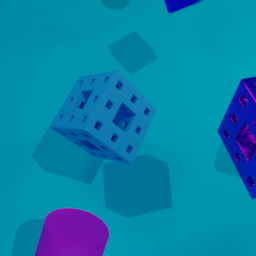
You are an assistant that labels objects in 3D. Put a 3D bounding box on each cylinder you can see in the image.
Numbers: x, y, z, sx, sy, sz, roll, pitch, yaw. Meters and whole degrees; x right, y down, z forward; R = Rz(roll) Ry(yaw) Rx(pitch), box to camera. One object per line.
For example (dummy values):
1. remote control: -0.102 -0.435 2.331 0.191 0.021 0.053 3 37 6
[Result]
1. cylinder: -0.900 1.925 4.316 1.003 1.003 1.003 18 99 5

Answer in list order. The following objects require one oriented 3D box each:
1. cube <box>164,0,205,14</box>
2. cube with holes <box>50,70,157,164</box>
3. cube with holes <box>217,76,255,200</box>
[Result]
1. cube: 1.342 -3.163 6.099 0.909 0.909 0.909 -31 109 -30
2. cube with holes: -0.484 -0.203 5.719 1.294 1.294 1.294 40 67 -36
3. cube with holes: 2.148 0.071 3.784 1.191 1.191 1.191 -11 56 -7
